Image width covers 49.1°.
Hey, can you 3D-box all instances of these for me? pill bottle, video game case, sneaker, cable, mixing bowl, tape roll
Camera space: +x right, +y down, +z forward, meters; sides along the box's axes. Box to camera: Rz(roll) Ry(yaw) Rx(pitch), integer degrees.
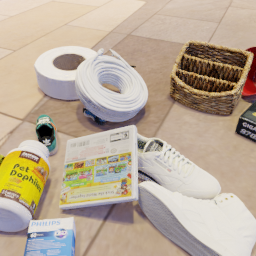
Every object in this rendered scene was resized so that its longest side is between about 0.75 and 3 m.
[{"bbox_3d":[-2.646,1.312,6.891,1.177,1.177,2.155,2,40,2],"label":"pill bottle"},{"bbox_3d":[-0.718,0.965,6.904,2.034,0.233,1.851,-13,58,21],"label":"video game case"},{"bbox_3d":[1.591,1.907,6.429,2.738,1.009,1.582,36,49,24],"label":"sneaker"},{"bbox_3d":[-0.589,-1.406,9.691,2.595,0.899,2.596,41,46,4],"label":"cable"},{"bbox_3d":[5.014,-2.086,10.788,1.022,1.887,1.887,8,32,-32],"label":"mixing bowl"},{"bbox_3d":[-1.057,-0.498,9.712,0.490,0.424,1.132,-27,46,-36],"label":"sneaker"},{"bbox_3d":[-2.327,-2.283,11.298,2.668,0.933,2.668,2,44,-2],"label":"tape roll"},{"bbox_3d":[-2.571,0.016,8.815,0.650,0.728,1.822,-13,41,-16],"label":"sneaker"},{"bbox_3d":[1.058,0.999,7.330,2.824,1.137,1.079,22,42,22],"label":"sneaker"}]

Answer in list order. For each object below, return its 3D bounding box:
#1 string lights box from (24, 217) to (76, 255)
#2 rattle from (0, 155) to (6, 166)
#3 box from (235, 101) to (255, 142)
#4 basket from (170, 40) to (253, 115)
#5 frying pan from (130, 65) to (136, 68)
[{"bbox_3d":[-1.585,2.777,5.606,0.968,0.556,1.884,-3,40,-4],"label":"string lights box"},{"bbox_3d":[-3.334,1.415,7.369,1.140,1.251,1.752,-38,47,14],"label":"rattle"},{"bbox_3d":[5.319,-0.011,8.881,2.933,0.675,2.331,31,49,32],"label":"box"},{"bbox_3d":[2.863,-1.838,10.146,2.558,1.906,1.826,22,45,24],"label":"basket"},{"bbox_3d":[-0.464,-2.811,12.632,1.496,0.243,0.905,-7,41,-11],"label":"frying pan"}]
